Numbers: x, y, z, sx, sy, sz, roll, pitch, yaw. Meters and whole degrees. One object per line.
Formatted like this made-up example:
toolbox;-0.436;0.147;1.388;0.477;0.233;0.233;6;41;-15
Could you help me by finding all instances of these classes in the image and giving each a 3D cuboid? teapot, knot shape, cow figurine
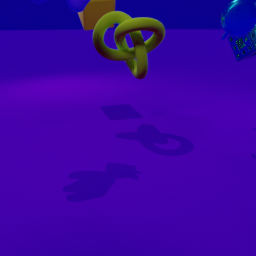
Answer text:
teapot;2.545;-2.528;6.325;0.791;1.272;0.623;40;30;6
knot shape;0.083;-2.189;7.693;1.974;1.847;0.912;8;46;29
cow figurine;-1.417;-3.063;5.751;1.429;1.452;0.797;-28;36;-11

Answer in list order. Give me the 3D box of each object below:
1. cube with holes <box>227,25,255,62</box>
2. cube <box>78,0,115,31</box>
cube with holes;3.493;-2.480;7.922;0.792;0.792;0.792;-19;-5;-15
cube;-1.125;-4.231;9.763;1.094;1.094;1.094;-12;57;-14
